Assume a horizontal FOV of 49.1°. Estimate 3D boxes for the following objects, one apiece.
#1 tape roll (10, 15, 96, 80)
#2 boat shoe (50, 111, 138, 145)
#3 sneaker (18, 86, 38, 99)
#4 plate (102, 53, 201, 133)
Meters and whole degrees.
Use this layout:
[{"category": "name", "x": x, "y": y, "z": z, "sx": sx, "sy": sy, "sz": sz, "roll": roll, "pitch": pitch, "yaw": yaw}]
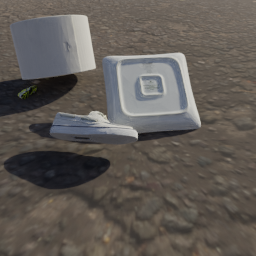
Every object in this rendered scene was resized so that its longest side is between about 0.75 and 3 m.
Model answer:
[{"category": "tape roll", "x": -2.622, "y": -2.852, "z": 10.042, "sx": 2.696, "sy": 1.851, "sz": 2.696, "roll": -7, "pitch": 16, "yaw": 2}, {"category": "boat shoe", "x": -0.821, "y": -0.048, "z": 6.890, "sx": 2.188, "sy": 0.787, "sz": 0.719, "roll": 2, "pitch": 70, "yaw": 16}, {"category": "sneaker", "x": -3.471, "y": -1.289, "z": 9.717, "sx": 0.305, "sy": 0.301, "sz": 0.797, "roll": 20, "pitch": 38, "yaw": 25}, {"category": "plate", "x": 0.658, "y": -1.152, "z": 8.180, "sx": 2.646, "sy": 0.429, "sz": 2.651, "roll": -5, "pitch": 67, "yaw": -6}]
